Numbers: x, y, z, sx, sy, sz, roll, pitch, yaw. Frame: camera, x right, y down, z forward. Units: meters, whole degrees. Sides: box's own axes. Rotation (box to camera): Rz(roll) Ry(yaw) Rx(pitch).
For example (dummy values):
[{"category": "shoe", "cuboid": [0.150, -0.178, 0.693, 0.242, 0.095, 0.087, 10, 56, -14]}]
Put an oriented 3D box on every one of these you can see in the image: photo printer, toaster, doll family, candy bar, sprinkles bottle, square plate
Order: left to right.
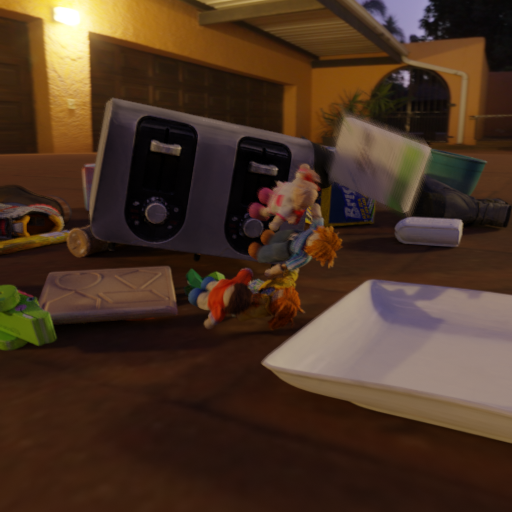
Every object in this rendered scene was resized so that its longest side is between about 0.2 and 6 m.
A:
[{"category": "candy bar", "cuboid": [-4.166, -0.247, 10.457, 0.473, 0.210, 1.896, 12, 17, 33]}, {"category": "sprinkles bottle", "cuboid": [-2.740, -0.380, 10.306, 0.530, 0.530, 1.552, 6, 15, 26]}, {"category": "toaster", "cuboid": [-1.064, -1.257, 9.506, 3.230, 2.119, 3.572, 9, 10, -18]}, {"category": "doll family", "cuboid": [0.291, 0.065, 6.417, 0.997, 2.212, 1.373, 38, -16, -21]}, {"category": "photo printer", "cuboid": [3.356, -0.481, 10.960, 1.239, 0.430, 1.031, 5, 15, 21]}, {"category": "square plate", "cuboid": [2.031, 0.889, 5.085, 3.020, 0.430, 2.991, 7, 15, 27]}]

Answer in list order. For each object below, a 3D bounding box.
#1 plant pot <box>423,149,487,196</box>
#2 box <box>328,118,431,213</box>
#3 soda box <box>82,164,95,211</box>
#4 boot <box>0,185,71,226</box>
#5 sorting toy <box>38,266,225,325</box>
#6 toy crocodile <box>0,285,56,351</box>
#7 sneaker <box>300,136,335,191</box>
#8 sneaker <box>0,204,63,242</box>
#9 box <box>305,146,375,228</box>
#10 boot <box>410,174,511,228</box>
[{"category": "plant pot", "cuboid": [5.119, -1.980, 14.876, 1.522, 1.431, 1.522, 11, 16, -3]}, {"category": "box", "cuboid": [1.948, -1.483, 9.058, 1.494, 1.078, 0.272, 32, 32, 31]}, {"category": "soda box", "cuboid": [-2.876, -1.927, 15.385, 3.561, 1.218, 1.132, -3, 14, -13]}, {"category": "boot", "cuboid": [-5.514, -1.060, 12.367, 2.515, 0.939, 1.219, 6, 12, 17]}, {"category": "sorting toy", "cuboid": [-1.461, 0.504, 7.008, 2.328, 0.343, 1.721, -3, 16, -11]}, {"category": "toy crocodile", "cuboid": [-2.773, 0.544, 5.953, 1.817, 0.613, 0.561, 9, 31, 30]}, {"category": "sneaker", "cuboid": [1.141, -1.594, 11.357, 0.926, 0.775, 2.040, 19, -15, 6]}, {"category": "sneaker", "cuboid": [-4.829, -0.663, 10.904, 2.116, 0.824, 0.869, -8, 16, -30]}, {"category": "box", "cuboid": [1.122, -2.017, 14.406, 1.540, 1.678, 4.790, -4, 16, -23]}, {"category": "boot", "cuboid": [4.841, -1.230, 13.471, 1.916, 0.993, 2.932, 5, 21, 2]}]
